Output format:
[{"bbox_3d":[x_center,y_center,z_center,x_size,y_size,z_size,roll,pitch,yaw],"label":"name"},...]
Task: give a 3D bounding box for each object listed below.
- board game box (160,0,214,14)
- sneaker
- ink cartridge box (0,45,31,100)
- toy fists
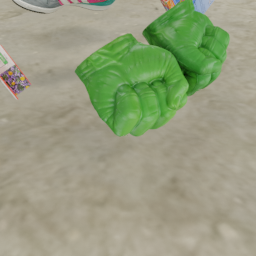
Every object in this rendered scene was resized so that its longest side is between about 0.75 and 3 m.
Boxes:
[{"bbox_3d":[1.616,-3.287,6.998,0.281,1.486,2.886,41,14,13],"label":"board game box"},{"bbox_3d":[-1.138,-3.169,5.949,2.534,1.059,1.530,-16,-2,-29],"label":"sneaker"},{"bbox_3d":[-1.581,-0.757,3.669,0.284,0.615,1.129,-39,28,-13],"label":"ink cartridge box"},{"bbox_3d":[0.639,-1.030,4.698,2.966,1.020,1.512,-39,98,-30],"label":"toy fists"}]
